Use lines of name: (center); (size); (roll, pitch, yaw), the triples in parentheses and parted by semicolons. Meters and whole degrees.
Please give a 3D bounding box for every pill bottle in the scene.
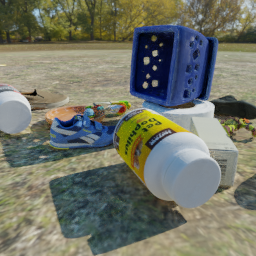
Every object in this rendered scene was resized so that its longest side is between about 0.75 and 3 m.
pill bottle: (-4.642, -0.757, 10.807); (1.531, 1.531, 2.642); (-12, 23, -29)
pill bottle: (0.827, 0.634, 6.795); (1.620, 1.620, 2.965); (-8, 21, -21)

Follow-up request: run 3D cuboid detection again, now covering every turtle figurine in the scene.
turtle figurine: (3.794, -0.036, 10.001); (1.787, 0.714, 2.216); (-16, 25, -37)

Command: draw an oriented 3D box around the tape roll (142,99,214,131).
tape roll: (1.884, -0.480, 10.859); (2.764, 0.967, 2.764); (0, 20, 0)

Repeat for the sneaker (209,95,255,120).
sneaker: (4.794, -0.971, 12.370); (2.262, 0.865, 1.296); (12, 29, 43)

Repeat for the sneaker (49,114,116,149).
sneaker: (-1.356, 0.069, 9.289); (2.475, 1.018, 0.915); (-4, 18, -16)

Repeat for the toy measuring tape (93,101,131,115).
toy measuring tape: (-0.690, -0.876, 12.446); (1.777, 0.654, 0.654); (-5, 20, -23)

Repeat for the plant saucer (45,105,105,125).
plant saucer: (-2.138, -0.422, 11.477); (2.415, 0.452, 2.415); (-1, 19, 0)

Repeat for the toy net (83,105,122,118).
toy net: (-1.043, -0.758, 11.852); (1.663, 0.321, 0.872); (-5, 20, 6)

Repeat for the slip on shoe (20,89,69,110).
slip on shoe: (-4.346, -1.464, 13.673); (2.979, 0.903, 1.133); (-10, 22, -26)

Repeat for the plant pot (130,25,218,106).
plant pot: (1.840, -2.434, 11.012); (2.495, 2.775, 2.775); (-4, 18, -31)

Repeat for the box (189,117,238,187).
box: (2.298, 0.549, 7.929); (0.879, 1.057, 2.572); (3, 21, 5)
